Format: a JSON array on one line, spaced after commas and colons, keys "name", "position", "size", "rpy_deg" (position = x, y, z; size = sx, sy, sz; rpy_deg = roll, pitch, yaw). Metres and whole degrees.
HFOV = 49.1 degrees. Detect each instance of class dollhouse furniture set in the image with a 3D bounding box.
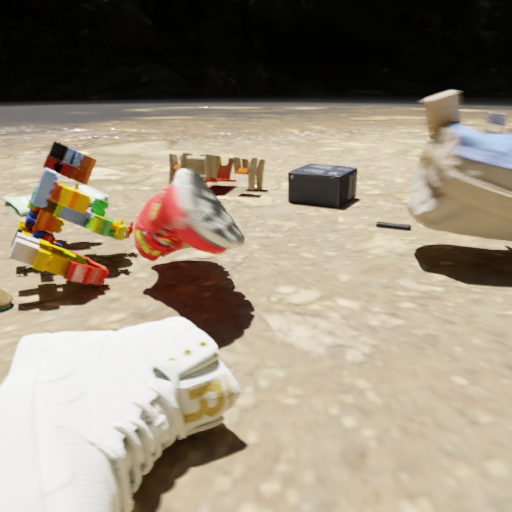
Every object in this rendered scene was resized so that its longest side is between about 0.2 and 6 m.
[{"name": "dollhouse furniture set", "position": [-0.994, -1.655, 12.045], "size": [1.961, 1.010, 1.939], "rpy_deg": [6, 8, 16]}]

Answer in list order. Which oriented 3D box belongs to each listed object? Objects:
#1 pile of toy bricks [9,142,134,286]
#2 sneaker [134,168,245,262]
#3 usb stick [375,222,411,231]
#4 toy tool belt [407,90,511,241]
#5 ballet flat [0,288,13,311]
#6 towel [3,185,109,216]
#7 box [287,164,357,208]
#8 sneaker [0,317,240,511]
[{"name": "pile of toy bricks", "position": [-2.365, -0.531, 7.685], "size": [1.435, 1.613, 2.908], "rpy_deg": [23, 2, -24]}, {"name": "sneaker", "position": [-0.906, -0.322, 6.575], "size": [1.116, 1.012, 2.629], "rpy_deg": [-38, 13, -3]}, {"name": "usb stick", "position": [2.320, -0.505, 9.473], "size": [0.581, 0.095, 0.161], "rpy_deg": [8, 13, 23]}, {"name": "toy tool belt", "position": [3.651, -1.151, 7.604], "size": [3.011, 1.850, 1.880], "rpy_deg": [8, 15, 1]}, {"name": "ballet flat", "position": [-3.548, 0.303, 6.255], "size": [1.596, 0.577, 0.541], "rpy_deg": [2, 14, 5]}, {"name": "towel", "position": [-3.976, -1.123, 11.160], "size": [1.750, 0.205, 1.335], "rpy_deg": [-13, 23, -34]}, {"name": "box", "position": [1.356, -1.450, 11.405], "size": [1.101, 0.657, 1.119], "rpy_deg": [10, 21, 27]}, {"name": "sneaker", "position": [-0.760, 1.018, 3.551], "size": [1.480, 0.944, 2.561], "rpy_deg": [-9, 19, -15]}]
